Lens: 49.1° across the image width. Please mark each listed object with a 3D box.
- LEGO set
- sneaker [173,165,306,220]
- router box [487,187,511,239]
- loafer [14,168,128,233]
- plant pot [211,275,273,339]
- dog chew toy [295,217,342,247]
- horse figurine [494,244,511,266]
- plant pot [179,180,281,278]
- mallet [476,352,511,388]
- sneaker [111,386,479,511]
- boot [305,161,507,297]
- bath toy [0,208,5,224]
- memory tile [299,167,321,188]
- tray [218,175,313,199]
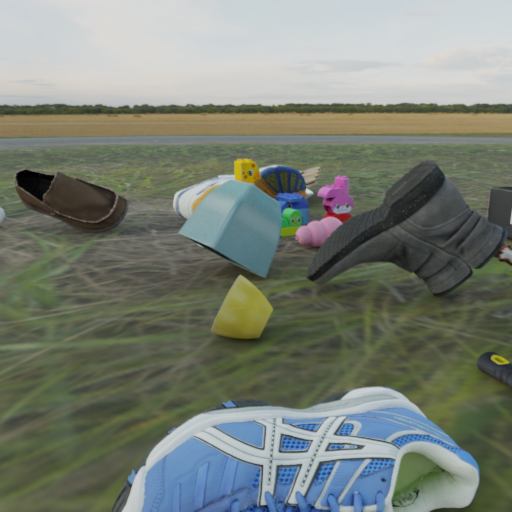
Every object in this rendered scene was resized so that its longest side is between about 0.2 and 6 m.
[{"bbox_3d":[0.251,-1.117,10.536,3.334,1.368,1.272,-9,16,-30],"label":"LEGO set"},{"bbox_3d":[-0.309,-1.336,11.792,3.078,1.159,1.357,-12,19,-39],"label":"sneaker"},{"bbox_3d":[6.057,-0.521,9.121,2.700,0.924,3.620,-4,15,-15],"label":"router box"},{"bbox_3d":[-3.593,-1.081,10.564,2.440,0.891,0.866,11,-20,16],"label":"loafer"},{"bbox_3d":[-0.106,0.594,5.746,0.465,0.656,0.656,27,19,5],"label":"plant pot"},{"bbox_3d":[1.061,-0.377,9.469,0.826,0.514,0.514,-7,16,-15],"label":"dog chew toy"},{"bbox_3d":[4.325,0.289,6.634,2.547,0.636,1.688,-4,20,-9],"label":"horse figurine"},{"bbox_3d":[-0.243,-0.461,7.914,1.039,1.061,1.042,31,-5,-35],"label":"plant pot"},{"bbox_3d":[2.267,1.186,3.854,0.806,0.504,2.447,-10,12,-20],"label":"mallet"},{"bbox_3d":[0.268,1.197,2.952,2.073,0.785,0.799,-10,14,-27],"label":"sneaker"},{"bbox_3d":[1.793,0.036,6.917,2.226,1.465,0.777,-39,16,33],"label":"boot"},{"bbox_3d":[-5.612,-0.733,10.899,1.357,0.590,0.501,-6,-24,-18],"label":"bath toy"},{"bbox_3d":[0.973,-1.961,14.670,1.438,0.158,1.876,-12,17,15],"label":"memory tile"},{"bbox_3d":[0.114,-1.735,14.735,2.006,0.414,3.737,-3,15,-7],"label":"tray"}]
